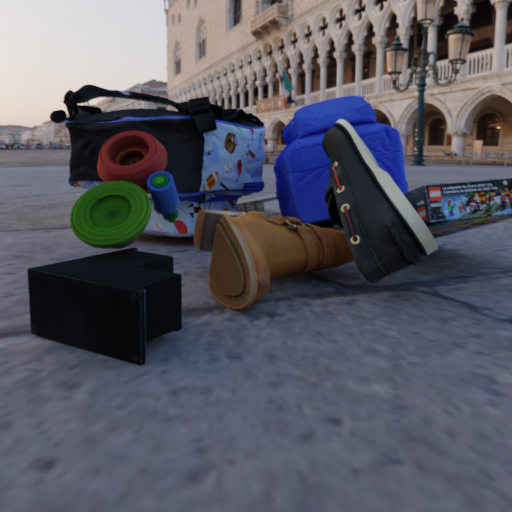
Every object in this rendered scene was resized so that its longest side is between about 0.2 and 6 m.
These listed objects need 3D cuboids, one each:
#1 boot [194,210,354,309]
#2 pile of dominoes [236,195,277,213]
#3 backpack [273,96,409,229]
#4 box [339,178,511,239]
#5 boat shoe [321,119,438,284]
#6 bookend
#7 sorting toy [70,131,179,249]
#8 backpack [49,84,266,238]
[{"bbox_3d":[0.368,0.033,7.419,2.061,1.018,2.655,7,10,-17],"label":"boot"},{"bbox_3d":[0.281,-1.278,14.080,2.558,0.407,1.994,-15,8,-36],"label":"pile of dominoes"},{"bbox_3d":[1.605,-1.781,11.501,2.442,2.522,3.005,-7,1,-2],"label":"backpack"},{"bbox_3d":[2.784,-0.630,8.973,1.915,0.528,2.803,-6,-5,-17],"label":"box"},{"bbox_3d":[1.373,-0.904,7.761,1.006,1.174,3.210,-33,36,14],"label":"boat shoe"},{"bbox_3d":[-1.222,0.417,5.677,1.464,0.679,1.474,8,13,30],"label":"bookend"},{"bbox_3d":[-1.441,-0.660,6.643,1.068,0.730,1.778,4,56,7],"label":"sorting toy"},{"bbox_3d":[-1.521,-1.884,11.473,3.839,2.958,3.657,14,22,30],"label":"backpack"}]
